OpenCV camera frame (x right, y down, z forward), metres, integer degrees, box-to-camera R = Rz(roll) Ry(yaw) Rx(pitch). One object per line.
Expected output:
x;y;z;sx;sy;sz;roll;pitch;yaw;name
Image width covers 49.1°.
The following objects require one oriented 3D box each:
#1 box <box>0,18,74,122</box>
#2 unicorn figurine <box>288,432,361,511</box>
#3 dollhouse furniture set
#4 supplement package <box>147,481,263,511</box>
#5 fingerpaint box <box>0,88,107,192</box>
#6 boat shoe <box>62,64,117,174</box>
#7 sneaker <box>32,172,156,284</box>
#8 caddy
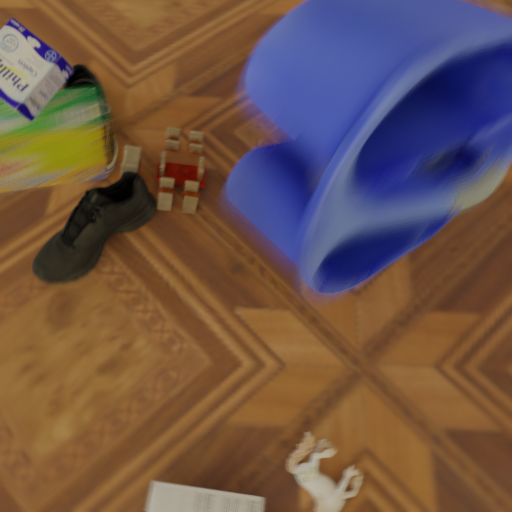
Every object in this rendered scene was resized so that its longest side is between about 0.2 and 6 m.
-2.013;-1.590;4.808;0.561;0.320;0.610;38;88;4;box
0.886;2.888;6.939;0.867;0.466;1.262;-43;54;-11;unicorn figurine
-1.531;-1.385;9.316;1.371;0.714;1.386;6;60;-10;dollhouse furniture set
-0.598;3.144;6.576;1.297;0.738;0.710;7;62;3;supplement package
-2.306;-1.184;5.865;1.353;1.129;0.496;-10;73;-14;fingerpaint box
-2.958;-2.367;9.726;0.881;0.735;2.362;-10;62;-8;boat shoe
-2.528;-0.509;8.511;0.843;1.007;2.220;37;68;17;sneaker
1.595;-1.206;6.073;3.988;2.820;2.094;-27;55;-36;caddy
